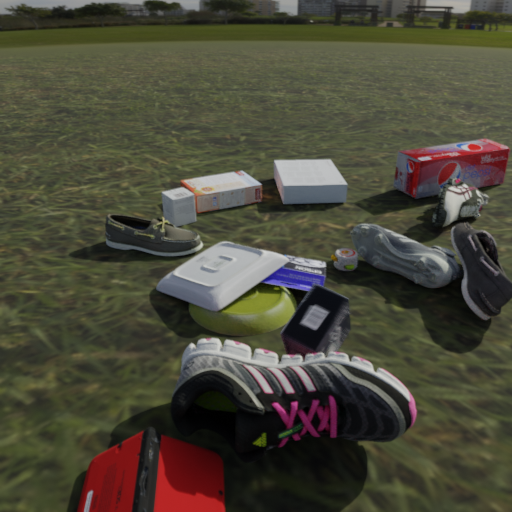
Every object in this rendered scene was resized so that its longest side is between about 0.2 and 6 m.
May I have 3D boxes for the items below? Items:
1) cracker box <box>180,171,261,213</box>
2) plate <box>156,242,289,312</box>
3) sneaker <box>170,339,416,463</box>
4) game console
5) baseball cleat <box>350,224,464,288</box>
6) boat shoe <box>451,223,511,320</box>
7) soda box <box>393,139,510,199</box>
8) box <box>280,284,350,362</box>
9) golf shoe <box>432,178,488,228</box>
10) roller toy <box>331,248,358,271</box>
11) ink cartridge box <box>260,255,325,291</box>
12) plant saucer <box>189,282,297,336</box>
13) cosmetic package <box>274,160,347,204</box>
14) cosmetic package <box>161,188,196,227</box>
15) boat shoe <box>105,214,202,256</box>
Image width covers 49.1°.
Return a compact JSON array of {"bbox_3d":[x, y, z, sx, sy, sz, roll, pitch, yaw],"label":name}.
[{"bbox_3d":[-0.896,-1.643,14.246,1.779,0.513,1.191,-13,30,-22],"label":"cracker box"},{"bbox_3d":[-0.661,0.242,10.188,1.846,0.299,1.850,-34,31,-33],"label":"plate"},{"bbox_3d":[0.305,1.883,6.745,3.074,1.134,1.344,7,32,17],"label":"sneaker"},{"bbox_3d":[-1.139,2.756,6.026,1.348,0.928,1.564,-30,25,10],"label":"game console"},{"bbox_3d":[2.949,-0.013,10.987,1.209,0.792,2.271,-9,33,-39],"label":"baseball cleat"},{"bbox_3d":[4.182,0.097,10.173,0.928,0.791,2.776,41,32,-14],"label":"boat shoe"},{"bbox_3d":[5.252,-2.355,15.011,3.081,1.078,0.977,-11,29,-21],"label":"soda box"},{"bbox_3d":[0.876,1.083,8.029,0.589,0.934,0.950,25,64,25],"label":"box"},{"bbox_3d":[4.784,-1.234,13.113,1.008,0.884,2.289,21,34,22],"label":"golf shoe"},{"bbox_3d":[1.774,0.059,11.092,0.498,0.348,0.454,18,32,31],"label":"roller toy"},{"bbox_3d":[0.644,0.285,10.335,1.258,0.275,1.270,10,17,4],"label":"ink cartridge box"},{"bbox_3d":[-0.236,0.741,9.822,1.897,0.295,1.897,-1,27,0],"label":"plant saucer"},{"bbox_3d":[1.388,-2.005,14.907,1.626,0.557,2.156,-4,27,-3],"label":"cosmetic package"},{"bbox_3d":[-1.797,-1.132,13.029,0.582,0.706,0.582,-17,32,-30],"label":"cosmetic package"},{"bbox_3d":[-2.187,-0.470,11.800,2.149,0.642,0.768,6,28,12],"label":"boat shoe"}]
